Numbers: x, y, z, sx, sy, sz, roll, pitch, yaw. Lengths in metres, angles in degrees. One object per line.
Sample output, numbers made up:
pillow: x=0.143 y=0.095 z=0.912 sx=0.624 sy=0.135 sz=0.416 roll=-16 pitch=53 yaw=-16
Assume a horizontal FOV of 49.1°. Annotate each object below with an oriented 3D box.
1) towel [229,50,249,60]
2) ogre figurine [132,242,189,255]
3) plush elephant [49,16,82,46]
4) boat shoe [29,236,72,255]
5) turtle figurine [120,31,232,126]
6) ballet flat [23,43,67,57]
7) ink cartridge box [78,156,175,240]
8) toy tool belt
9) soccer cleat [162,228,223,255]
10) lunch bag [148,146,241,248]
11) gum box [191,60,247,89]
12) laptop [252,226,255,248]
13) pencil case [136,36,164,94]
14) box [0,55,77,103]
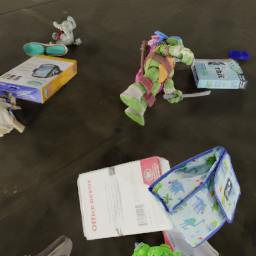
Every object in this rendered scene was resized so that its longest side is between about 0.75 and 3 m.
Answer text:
towel: x=4.726 y=-3.115 z=11.893 sx=0.774 sy=0.192 sz=0.572 roll=3 pitch=42 yaw=3
ogre figurine: x=0.606 y=2.569 z=5.037 sx=1.419 sy=0.851 sz=0.696 roll=4 pitch=4 yaw=42
plush elephant: x=-2.840 y=-4.285 z=12.473 sx=1.447 sy=1.120 sz=1.191 roll=3 pitch=43 yaw=4
boat shoe: x=-1.899 y=2.702 z=5.215 sx=0.706 sy=0.717 sz=1.926 roll=29 pitch=49 yaw=28
turtle figurine: x=1.339 y=-1.320 z=8.412 sx=2.981 sy=2.145 sz=2.890 roll=43 pitch=77 yaw=-12
ballet flat: x=-3.482 y=-3.299 z=11.944 sx=1.815 sy=0.612 sz=0.566 roll=3 pitch=15 yaw=-2
ink cartridge box: x=-0.011 y=1.429 z=5.661 sx=1.826 sy=0.774 sz=1.330 roll=-15 pitch=74 yaw=21
toy tool belt: x=-3.964 y=-0.580 z=8.644 sx=1.201 sy=1.220 sz=1.954 roll=12 pitch=33 yaw=-43
soccer cleat: x=1.289 y=2.555 z=5.376 sx=0.940 sy=0.877 sz=2.570 roll=-28 pitch=47 yaw=-7
lunch bag: x=1.057 y=0.948 z=3.981 sx=1.176 sy=1.000 sz=0.750 roll=-38 pitch=35 yaw=-9
gum box: x=3.393 y=-2.061 z=10.605 sx=1.745 sy=0.389 sz=1.483 roll=0 pitch=43 yaw=0
laptop: x=3.521 y=2.093 z=5.848 sx=1.427 sy=0.737 sz=1.265 roll=20 pitch=46 yaw=20
pencil case: x=0.900 y=-2.349 z=10.346 sx=1.135 sy=1.172 sz=2.502 roll=5 pitch=44 yaw=6
box: x=-3.207 y=-1.753 z=9.871 sx=1.738 sy=0.606 sz=2.920 roll=12 pitch=38 yaw=13
